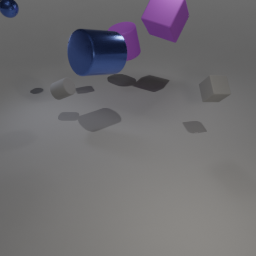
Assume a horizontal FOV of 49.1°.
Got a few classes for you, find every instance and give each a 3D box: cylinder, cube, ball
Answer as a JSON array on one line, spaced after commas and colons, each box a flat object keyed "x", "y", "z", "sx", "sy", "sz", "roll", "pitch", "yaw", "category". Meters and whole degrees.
[{"x": -0.979, "y": -2.399, "z": 8.958, "sx": 1.400, "sy": 1.400, "sz": 1.400, "roll": -14, "pitch": 33, "yaw": -42, "category": "cylinder"}, {"x": -2.523, "y": -1.519, "z": 10.861, "sx": 0.700, "sy": 0.700, "sz": 0.700, "roll": -16, "pitch": 24, "yaw": 28, "category": "cylinder"}, {"x": 1.622, "y": -4.764, "z": 12.005, "sx": 1.400, "sy": 1.400, "sz": 1.400, "roll": 26, "pitch": 0, "yaw": 22, "category": "cube"}, {"x": -0.179, "y": -4.224, "z": 13.684, "sx": 1.400, "sy": 1.400, "sz": 1.400, "roll": -9, "pitch": 43, "yaw": 8, "category": "cylinder"}, {"x": -4.496, "y": -4.533, "z": 10.573, "sx": 0.700, "sy": 0.700, "sz": 0.700, "roll": 0, "pitch": 32, "yaw": 0, "category": "ball"}, {"x": 2.965, "y": -1.336, "z": 9.600, "sx": 0.700, "sy": 0.700, "sz": 0.700, "roll": -2, "pitch": 72, "yaw": -20, "category": "cube"}]
